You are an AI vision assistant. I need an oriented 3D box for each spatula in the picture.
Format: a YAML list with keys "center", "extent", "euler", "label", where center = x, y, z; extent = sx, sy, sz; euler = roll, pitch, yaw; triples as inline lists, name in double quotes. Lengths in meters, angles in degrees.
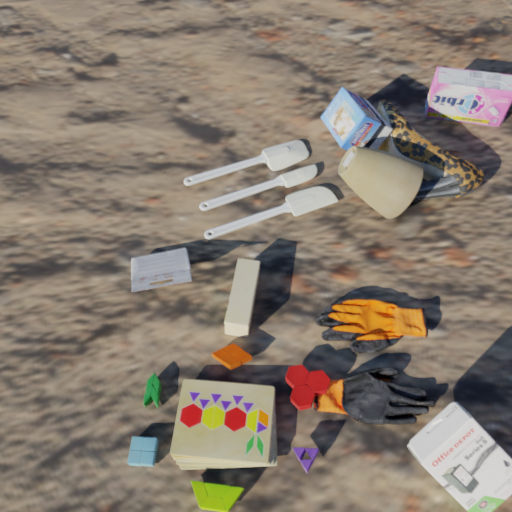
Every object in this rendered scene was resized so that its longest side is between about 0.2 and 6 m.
- center: [0.025, -1.462, 12.079]
  extent: [2.919, 0.234, 2.030]
  euler: [-19, 63, -10]
  label: "spatula"

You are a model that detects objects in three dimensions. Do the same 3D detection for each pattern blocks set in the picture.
- center: [-0.467, 2.767, 9.258]
  extent: [3.074, 0.249, 2.702]
  euler: [10, 59, 10]
  label: "pattern blocks set"

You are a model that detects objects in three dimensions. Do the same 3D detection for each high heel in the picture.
- center: [3.737, -2.389, 12.212]
  extent: [1.900, 0.952, 2.665]
  euler: [-9, 67, -7]
  label: "high heel"

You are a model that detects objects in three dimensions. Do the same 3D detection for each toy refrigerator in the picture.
- center: [-0.269, 0.766, 10.412]
  extent: [0.479, 0.519, 1.368]
  euler: [8, 58, 2]
  label: "toy refrigerator"

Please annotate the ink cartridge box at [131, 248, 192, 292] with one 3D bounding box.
- center: [-1.764, 0.355, 10.454]
  extent: [1.104, 0.343, 1.371]
  euler: [-11, 30, -7]
  label: "ink cartridge box"

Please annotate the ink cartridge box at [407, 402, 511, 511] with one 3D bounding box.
- center: [3.134, 3.053, 8.332]
  extent: [1.022, 0.590, 1.405]
  euler: [-44, 101, 3]
  label: "ink cartridge box"

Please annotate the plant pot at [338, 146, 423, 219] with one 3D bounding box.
- center: [2.380, -1.611, 11.222]
  extent: [1.361, 1.274, 1.274]
  euler: [26, 57, -15]
  label: "plant pot"

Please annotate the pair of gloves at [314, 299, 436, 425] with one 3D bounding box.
- center: [2.056, 1.803, 9.854]
  extent: [2.046, 0.284, 2.296]
  euler: [3, 60, 4]
  label: "pair of gloves"

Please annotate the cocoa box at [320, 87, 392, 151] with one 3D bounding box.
- center: [2.132, -2.857, 12.086]
  extent: [0.851, 0.865, 1.297]
  euler: [17, 34, -33]
  label: "cocoa box"

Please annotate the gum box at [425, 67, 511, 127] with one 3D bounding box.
- center: [4.969, -3.668, 12.952]
  extent: [1.841, 1.045, 0.609]
  euler: [9, 58, 6]
  label: "gum box"
